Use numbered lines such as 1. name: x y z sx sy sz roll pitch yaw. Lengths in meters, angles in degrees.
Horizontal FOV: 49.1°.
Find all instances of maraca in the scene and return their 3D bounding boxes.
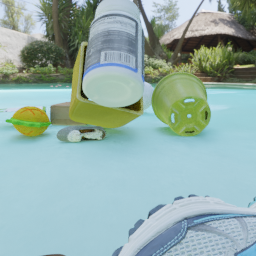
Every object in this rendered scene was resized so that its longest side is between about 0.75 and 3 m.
1. maraca: -3.042 -0.199 8.653 1.206 0.941 1.759 6 5 -4

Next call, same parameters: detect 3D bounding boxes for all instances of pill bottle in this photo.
1. pill bottle: -0.355 -2.242 8.110 1.674 2.942 1.674 2 -28 1

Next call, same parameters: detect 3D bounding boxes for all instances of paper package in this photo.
1. paper package: -2.147 -0.606 11.391 1.506 0.817 1.580 2 10 9

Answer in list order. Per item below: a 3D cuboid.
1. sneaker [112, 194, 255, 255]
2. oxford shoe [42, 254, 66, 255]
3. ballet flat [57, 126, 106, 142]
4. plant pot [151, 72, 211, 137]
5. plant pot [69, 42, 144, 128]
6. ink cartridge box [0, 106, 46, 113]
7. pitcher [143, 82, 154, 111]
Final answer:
1. sneaker: 0.959 1.019 1.925 2.472 0.959 1.067 -6 15 -30
2. oxford shoe: -1.237 1.101 1.973 1.804 0.762 0.656 -2 8 -19
3. ballet flat: -1.295 0.179 8.004 1.424 0.480 0.453 -5 20 -24
4. plant pot: 1.862 -0.677 9.372 2.052 2.052 1.887 0 22 1
5. plant pot: -0.970 -1.149 9.649 2.180 2.194 2.245 12 -28 -24
6. ink cartridge box: -4.026 -0.394 10.597 1.812 0.686 1.339 -4 11 -15
7. pitcher: -0.213 -1.410 14.385 2.739 1.661 2.350 -19 3 -29
